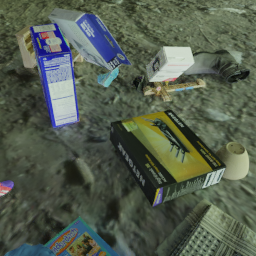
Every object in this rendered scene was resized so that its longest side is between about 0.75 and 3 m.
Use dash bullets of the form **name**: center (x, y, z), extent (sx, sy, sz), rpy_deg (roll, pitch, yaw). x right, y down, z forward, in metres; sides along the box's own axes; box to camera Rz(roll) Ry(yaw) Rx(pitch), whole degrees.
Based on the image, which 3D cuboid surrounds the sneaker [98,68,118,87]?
- **sneaker**: center (-0.854, -2.108, 11.168), extent (0.629, 0.383, 0.963), rpy_deg (24, 66, 31)

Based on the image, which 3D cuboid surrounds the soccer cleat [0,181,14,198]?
- **soccer cleat**: center (-3.717, 1.672, 7.492), extent (1.262, 0.462, 0.430), rpy_deg (-19, 44, -20)

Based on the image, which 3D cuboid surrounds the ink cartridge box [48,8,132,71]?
- **ink cartridge box**: center (-1.392, -3.186, 10.339), extent (2.564, 2.559, 0.520), rpy_deg (27, 77, 41)

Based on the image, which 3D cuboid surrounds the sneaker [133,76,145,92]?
- **sneaker**: center (0.403, -1.801, 11.620), extent (0.465, 0.402, 1.063), rpy_deg (0, 33, 17)

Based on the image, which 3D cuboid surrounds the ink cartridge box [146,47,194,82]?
- **ink cartridge box**: center (1.390, -2.135, 9.481), extent (1.036, 1.431, 0.603), rpy_deg (-6, 77, -21)

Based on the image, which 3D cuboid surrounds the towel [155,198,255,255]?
- **towel**: center (2.084, 2.986, 5.978), extent (2.734, 0.472, 2.633), rpy_deg (29, 49, 30)

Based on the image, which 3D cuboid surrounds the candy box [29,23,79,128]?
- **candy box**: center (-2.521, -1.815, 9.740), extent (1.065, 2.766, 2.338), rpy_deg (-13, 44, -17)

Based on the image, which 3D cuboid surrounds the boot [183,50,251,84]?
- **boot**: center (3.795, -2.553, 12.070), extent (2.691, 0.939, 1.771), rpy_deg (-18, 49, -13)

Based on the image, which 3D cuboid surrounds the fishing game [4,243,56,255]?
- **fishing game**: center (-2.158, 3.180, 5.755), extent (2.263, 0.352, 1.621), rpy_deg (-3, 45, 10)

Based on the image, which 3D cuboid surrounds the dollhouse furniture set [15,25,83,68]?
- **dollhouse furniture set**: center (-3.472, -3.525, 12.586), extent (2.495, 1.624, 2.292), rpy_deg (10, 42, 12)

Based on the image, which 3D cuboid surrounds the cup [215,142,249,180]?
- **cup**: center (3.055, 0.858, 8.202), extent (1.070, 0.765, 1.070), rpy_deg (0, 41, 0)

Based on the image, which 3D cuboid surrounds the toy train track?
- **toy train track**: center (1.921, -1.783, 11.502), extent (2.644, 0.430, 1.517), rpy_deg (-9, 42, -11)

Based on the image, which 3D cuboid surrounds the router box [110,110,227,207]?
- **router box**: center (1.032, 0.687, 8.254), extent (2.246, 0.746, 2.856), rpy_deg (-13, 42, -24)

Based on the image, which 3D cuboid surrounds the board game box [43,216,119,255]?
- **board game box**: center (-1.009, 2.933, 6.099), extent (1.693, 0.381, 1.288), rpy_deg (33, 51, 32)
